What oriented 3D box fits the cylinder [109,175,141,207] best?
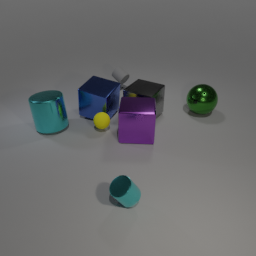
[{"bbox_3d":[-0.078,1.822,8.058,0.700,0.700,0.700,-18,46,19],"label":"cylinder"}]

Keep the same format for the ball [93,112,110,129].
[{"bbox_3d":[-1.089,-0.307,11.661,0.700,0.700,0.700,0,31,0],"label":"ball"}]

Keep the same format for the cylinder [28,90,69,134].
[{"bbox_3d":[-3.296,-0.695,11.702,1.400,1.400,1.400,-4,27,2],"label":"cylinder"}]

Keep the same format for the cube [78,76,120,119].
[{"bbox_3d":[-1.277,-1.296,12.554,1.400,1.400,1.400,18,41,15],"label":"cube"}]

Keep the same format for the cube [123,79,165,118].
[{"bbox_3d":[0.719,-1.212,12.623,1.400,1.400,1.400,18,37,25],"label":"cube"}]

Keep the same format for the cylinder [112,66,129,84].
[{"bbox_3d":[-0.399,-2.840,15.108,0.700,0.700,0.700,46,47,14],"label":"cylinder"}]

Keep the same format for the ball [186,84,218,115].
[{"bbox_3d":[3.384,-1.308,12.814,1.400,1.400,1.400,0,31,0],"label":"ball"}]

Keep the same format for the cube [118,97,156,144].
[{"bbox_3d":[0.370,-0.321,11.195,1.400,1.400,1.400,2,31,3],"label":"cube"}]
